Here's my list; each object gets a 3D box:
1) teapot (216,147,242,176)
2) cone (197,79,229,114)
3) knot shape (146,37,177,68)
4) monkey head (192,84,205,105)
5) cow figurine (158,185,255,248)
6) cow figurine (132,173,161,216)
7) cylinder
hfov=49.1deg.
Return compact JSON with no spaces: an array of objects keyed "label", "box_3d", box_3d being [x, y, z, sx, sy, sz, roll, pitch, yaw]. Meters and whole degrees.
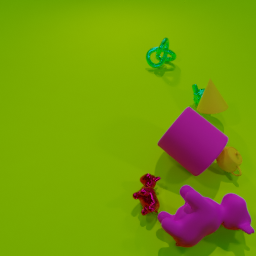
[{"label":"teapot","box_3d":[2.642,0.745,7.264,0.696,0.548,1.119,7,53,-34]},{"label":"cone","box_3d":[2.422,-1.001,8.146,0.910,0.913,0.910,-10,23,4]},{"label":"knot shape","box_3d":[1.189,-2.714,10.441,1.092,1.167,0.539,-30,52,4]},{"label":"monkey head","box_3d":[2.390,-1.109,8.939,0.627,0.748,1.040,-21,8,-10]},{"label":"cow figurine","box_3d":[1.701,1.976,5.965,1.663,0.928,1.690,42,88,-5]},{"label":"cow figurine","box_3d":[0.522,1.538,6.613,0.899,0.501,0.913,-8,67,-51]},{"label":"cylinder","box_3d":[1.606,0.333,7.041,1.266,1.266,1.266,40,56,8]}]
